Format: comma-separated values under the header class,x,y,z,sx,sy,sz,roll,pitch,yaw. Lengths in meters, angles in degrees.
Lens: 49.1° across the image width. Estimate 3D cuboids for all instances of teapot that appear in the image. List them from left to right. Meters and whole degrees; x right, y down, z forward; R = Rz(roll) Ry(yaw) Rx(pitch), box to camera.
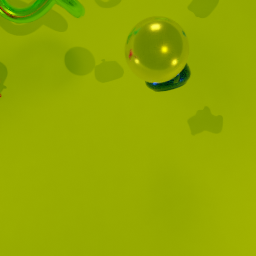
class,x,y,z,sx,sy,sz,roll,pitch,yaw
teapot,0.615,-0.968,4.627,0.763,1.228,0.601,-18,109,-4

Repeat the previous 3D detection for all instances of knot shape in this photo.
class,x,y,z,sx,sy,sz,roll,pitch,yaw
knot shape,-1.789,-2.584,5.221,1.756,1.877,0.867,-4,85,4

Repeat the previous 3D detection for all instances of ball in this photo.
class,x,y,z,sx,sy,sz,roll,pitch,yaw
ball,0.346,-0.938,3.388,0.776,0.776,0.776,0,83,0

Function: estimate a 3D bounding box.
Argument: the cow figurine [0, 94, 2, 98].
class,x,y,z,sx,sy,sz,roll,pitch,yaw
cow figurine,-2.381,-0.698,4.323,1.476,1.452,0.810,4,69,33
